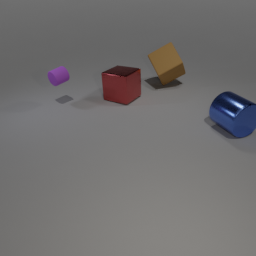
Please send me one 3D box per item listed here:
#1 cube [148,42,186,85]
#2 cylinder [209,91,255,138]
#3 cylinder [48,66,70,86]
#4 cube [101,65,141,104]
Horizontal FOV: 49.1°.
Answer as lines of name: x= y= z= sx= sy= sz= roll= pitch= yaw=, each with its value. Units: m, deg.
cube: x=2.081 y=-3.394 z=14.940 sx=1.400 sy=1.400 sz=1.400 roll=-27 pitch=70 yaw=10
cylinder: x=4.155 y=-0.551 z=10.923 sx=1.400 sy=1.400 sz=1.400 roll=-12 pitch=31 yaw=-20
cylinder: x=-3.103 y=-2.319 z=12.528 sx=0.700 sy=0.700 sz=0.700 roll=24 pitch=45 yaw=36
cube: x=-0.295 y=-2.142 z=13.702 sx=1.400 sy=1.400 sz=1.400 roll=14 pitch=32 yaw=29
